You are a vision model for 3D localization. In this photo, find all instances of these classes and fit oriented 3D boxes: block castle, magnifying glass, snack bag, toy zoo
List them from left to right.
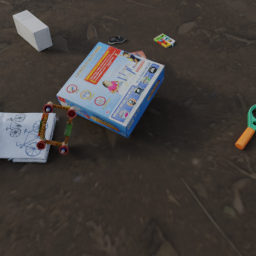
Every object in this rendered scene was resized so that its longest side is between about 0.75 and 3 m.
[{"bbox_3d":[-3.732,0.289,9.755,2.185,0.234,2.060,1,52,-1],"label":"snack bag"},{"bbox_3d":[-2.298,0.010,8.970,1.051,1.572,0.738,13,19,-12],"label":"block castle"},{"bbox_3d":[1.765,-4.093,13.205,0.617,0.096,0.940,-36,60,-24],"label":"toy zoo"},{"bbox_3d":[4.520,-0.081,10.037,0.931,0.262,2.339,34,60,23],"label":"magnifying glass"}]

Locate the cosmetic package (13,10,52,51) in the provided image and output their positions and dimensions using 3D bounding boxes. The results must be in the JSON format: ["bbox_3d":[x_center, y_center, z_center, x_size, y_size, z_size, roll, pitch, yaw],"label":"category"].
[{"bbox_3d":[-4.409,-4.496,12.940,0.801,1.017,1.889,-36,62,-26],"label":"cosmetic package"}]

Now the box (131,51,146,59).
[{"bbox_3d":[0.397,-2.698,11.855,0.772,0.539,1.014,-13,54,-10],"label":"box"}]

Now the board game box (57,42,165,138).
[{"bbox_3d":[-0.558,-1.478,10.095,2.800,0.799,2.860,25,66,18],"label":"board game box"}]

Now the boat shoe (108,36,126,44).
[{"bbox_3d":[-0.522,-4.195,13.182,0.855,0.258,0.316,-14,54,-10],"label":"boat shoe"}]
